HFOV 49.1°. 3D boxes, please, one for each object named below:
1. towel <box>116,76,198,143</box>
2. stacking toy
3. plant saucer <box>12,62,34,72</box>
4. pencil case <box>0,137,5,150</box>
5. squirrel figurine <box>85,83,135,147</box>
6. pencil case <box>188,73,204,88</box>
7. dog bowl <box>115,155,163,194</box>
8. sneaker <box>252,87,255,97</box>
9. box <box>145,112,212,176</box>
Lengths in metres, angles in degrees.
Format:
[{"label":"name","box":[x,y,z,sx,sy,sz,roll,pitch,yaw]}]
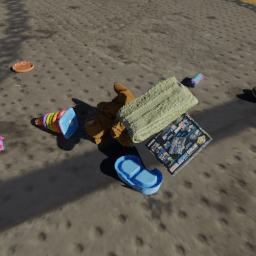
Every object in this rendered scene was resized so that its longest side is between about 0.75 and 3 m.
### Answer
[{"label":"towel","box":[0.731,-0.575,7.760,2.059,0.376,1.528,-34,41,0]},{"label":"stacking toy","box":[-2.730,-0.236,10.223,1.615,0.886,0.937,4,40,24]},{"label":"plant saucer","box":[-5.285,-3.067,14.162,1.031,0.166,1.031,0,38,0]},{"label":"pencil case","box":[-4.946,0.373,9.425,1.636,0.723,0.723,19,42,22]},{"label":"squirrel figurine","box":[-0.441,-0.260,9.681,1.961,1.487,2.101,-33,46,-25]},{"label":"pencil case","box":[3.129,-2.193,12.888,0.411,0.379,0.890,8,37,37]},{"label":"dog bowl","box":[0.306,1.402,8.367,1.558,0.386,0.868,29,47,30]},{"label":"sneaker","box":[5.849,-1.531,11.718,0.559,0.794,1.494,-12,40,-15]},{"label":"box","box":[1.393,0.404,7.874,1.193,1.501,0.345,48,12,21]}]
